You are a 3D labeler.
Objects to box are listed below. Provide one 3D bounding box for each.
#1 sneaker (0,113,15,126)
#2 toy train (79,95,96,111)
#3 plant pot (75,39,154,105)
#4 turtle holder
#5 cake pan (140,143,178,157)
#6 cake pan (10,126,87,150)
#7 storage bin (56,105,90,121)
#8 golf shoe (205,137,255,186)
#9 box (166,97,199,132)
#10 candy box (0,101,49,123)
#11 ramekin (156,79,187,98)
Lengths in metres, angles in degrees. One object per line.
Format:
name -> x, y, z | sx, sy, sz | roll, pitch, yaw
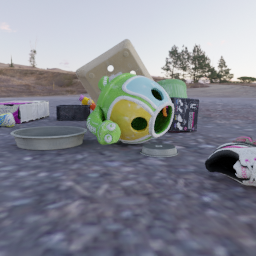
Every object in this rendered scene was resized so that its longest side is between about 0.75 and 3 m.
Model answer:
sneaker -> -5.080, -0.249, 11.230 | 0.783, 0.564, 1.490 | -21, 12, -34
toy train -> -1.529, -0.900, 15.000 | 2.188, 0.810, 2.914 | 29, 7, 16
plant pot -> -0.356, -1.773, 10.789 | 2.670, 2.667, 2.364 | -32, 10, 1
turtle holder -> 0.089, -0.505, 7.645 | 1.829, 1.957, 2.575 | 23, 7, 32
cake pan -> 0.747, 0.517, 6.718 | 0.906, 0.166, 0.906 | 0, 8, 0
cake pan -> -2.166, 0.254, 7.814 | 2.051, 0.376, 2.051 | 0, 8, 0
storage bin -> -2.679, -0.764, 13.839 | 1.562, 0.732, 1.056 | 1, 8, -1
golf shoe -> 2.124, 0.637, 4.178 | 0.973, 0.767, 2.113 | -19, 9, -26
box -> 1.743, -0.545, 10.501 | 1.051, 1.210, 1.831 | 1, 7, -17
candy box -> -5.382, -0.832, 13.596 | 2.034, 0.910, 2.983 | 0, 8, 8
ramekin -> 2.069, -1.509, 14.789 | 2.238, 1.093, 2.238 | -7, -24, -3
